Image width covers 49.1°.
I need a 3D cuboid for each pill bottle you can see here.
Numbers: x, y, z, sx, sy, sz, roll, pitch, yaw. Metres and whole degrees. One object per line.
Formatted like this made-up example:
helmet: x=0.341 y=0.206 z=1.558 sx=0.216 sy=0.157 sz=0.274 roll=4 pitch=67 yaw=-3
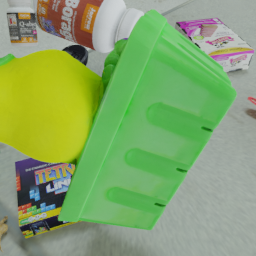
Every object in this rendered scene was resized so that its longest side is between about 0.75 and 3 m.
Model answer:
pill bottle: x=-2.758 y=-2.741 z=7.278 sx=0.690 sy=1.187 sz=0.690 roll=0 pitch=20 yaw=0
pill bottle: x=-1.028 y=-3.004 z=7.667 sx=2.750 sy=1.543 sz=1.543 roll=22 pitch=48 yaw=10

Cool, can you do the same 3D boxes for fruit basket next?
fruit basket: x=-0.431 y=-0.205 z=3.595 sx=2.899 sy=2.899 sz=2.091 roll=8 pitch=26 yaw=8

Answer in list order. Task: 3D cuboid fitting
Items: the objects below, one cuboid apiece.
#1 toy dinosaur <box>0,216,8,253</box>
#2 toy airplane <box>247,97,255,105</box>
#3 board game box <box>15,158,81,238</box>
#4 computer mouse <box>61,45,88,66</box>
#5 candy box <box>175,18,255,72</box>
toy dinosaur: x=-2.547 y=2.024 z=5.459 sx=0.385 sy=0.221 sz=0.761 roll=-5 pitch=45 yaw=-7
toy airplane: x=4.271 y=-0.495 z=7.934 sx=1.777 sy=0.327 sz=1.777 roll=3 pitch=48 yaw=-3
board game box: x=-1.329 y=1.226 z=6.028 sx=1.971 sy=0.559 sz=1.629 roll=-14 pitch=47 yaw=-14
computer mouse: x=-2.188 y=-1.830 z=9.184 sx=1.623 sy=0.618 sz=2.343 roll=28 pitch=63 yaw=23
candy box: x=2.988 y=-3.047 z=10.185 sx=1.813 sy=0.811 sz=2.659 roll=-10 pitch=46 yaw=-11
